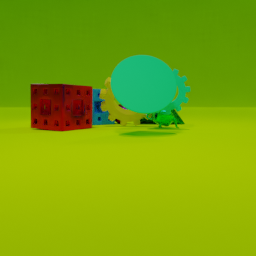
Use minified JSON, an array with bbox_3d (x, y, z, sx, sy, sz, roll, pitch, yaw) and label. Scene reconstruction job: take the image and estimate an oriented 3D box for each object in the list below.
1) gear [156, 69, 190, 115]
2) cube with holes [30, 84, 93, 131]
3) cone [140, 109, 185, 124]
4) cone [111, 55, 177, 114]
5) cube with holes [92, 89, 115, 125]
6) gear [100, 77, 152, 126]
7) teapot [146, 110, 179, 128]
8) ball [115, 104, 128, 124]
[{"bbox_3d":[1.030,-0.978,7.476,1.220,1.220,0.226,1,10,11],"label":"gear"},{"bbox_3d":[-1.896,-0.612,8.064,1.235,1.235,1.235,5,7,32],"label":"cube with holes"},{"bbox_3d":[1.309,-0.540,10.133,1.680,1.674,1.674,30,15,18],"label":"cone"},{"bbox_3d":[0.289,-0.703,6.579,1.414,1.414,1.419,0,-21,-5],"label":"cone"},{"bbox_3d":[-1.320,-0.758,10.136,1.228,1.228,1.228,-3,6,-34],"label":"cube with holes"},{"bbox_3d":[0.030,-0.902,8.684,1.776,1.776,0.328,0,32,0],"label":"gear"},{"bbox_3d":[1.069,-0.265,8.416,1.079,0.528,0.671,16,-9,19],"label":"teapot"},{"bbox_3d":[-0.234,-0.516,10.310,0.734,0.734,0.734,0,5,0],"label":"ball"}]
